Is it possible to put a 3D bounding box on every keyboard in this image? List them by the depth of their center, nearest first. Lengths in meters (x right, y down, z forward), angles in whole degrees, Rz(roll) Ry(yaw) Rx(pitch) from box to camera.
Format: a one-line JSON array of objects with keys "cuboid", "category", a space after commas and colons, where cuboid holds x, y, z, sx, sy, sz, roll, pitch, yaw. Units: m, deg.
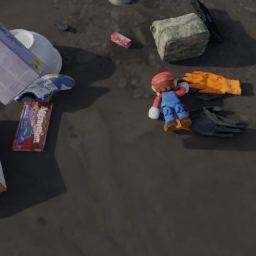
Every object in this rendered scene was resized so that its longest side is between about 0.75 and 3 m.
[{"cuboid": [3.232, -4.794, 12.012, 1.588, 0.257, 2.499, 20, 45, -38], "category": "keyboard"}]

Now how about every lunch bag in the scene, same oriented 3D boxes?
[{"cuboid": [2.027, -3.688, 11.073, 1.960, 1.366, 1.644, -14, 63, -8], "category": "lunch bag"}]

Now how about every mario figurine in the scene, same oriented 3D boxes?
[{"cuboid": [1.461, -0.932, 9.779, 1.377, 1.182, 2.230, 5, 59, -33], "category": "mario figurine"}]

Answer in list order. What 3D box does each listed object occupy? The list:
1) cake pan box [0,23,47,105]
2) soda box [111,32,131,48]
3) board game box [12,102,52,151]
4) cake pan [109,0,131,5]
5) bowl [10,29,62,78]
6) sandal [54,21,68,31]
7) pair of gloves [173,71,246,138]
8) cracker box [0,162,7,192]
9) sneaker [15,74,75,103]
[{"cuboid": [-3.109, -1.509, 6.673, 1.664, 1.807, 0.473, 44, 41, -23], "category": "cake pan box"}, {"cuboid": [-0.285, -3.684, 11.740, 0.864, 0.274, 0.303, 34, 64, 19], "category": "soda box"}, {"cuboid": [-3.206, -0.087, 9.499, 0.976, 0.184, 1.895, 1, 57, 0], "category": "board game box"}, {"cuboid": [-0.368, -6.344, 13.479, 1.150, 0.211, 1.150, 0, 57, 0], "category": "cake pan"}, {"cuboid": [-4.038, -2.784, 10.585, 2.834, 1.274, 2.834, 0, 57, 0], "category": "bowl"}, {"cuboid": [-2.925, -4.470, 12.322, 0.344, 0.194, 0.905, -28, 52, -25], "category": "sandal"}, {"cuboid": [2.838, -0.917, 9.938, 2.499, 0.347, 2.805, 8, 59, 5], "category": "pair of gloves"}, {"cuboid": [-5.044, 0.890, 8.483, 1.915, 0.825, 2.859, -22, 59, -13], "category": "cracker box"}, {"cuboid": [-2.971, -1.339, 9.937, 2.204, 0.830, 0.971, -6, 75, -19], "category": "sneaker"}]
